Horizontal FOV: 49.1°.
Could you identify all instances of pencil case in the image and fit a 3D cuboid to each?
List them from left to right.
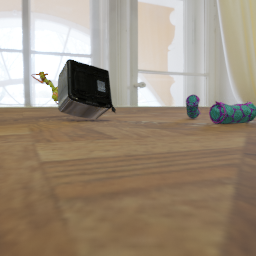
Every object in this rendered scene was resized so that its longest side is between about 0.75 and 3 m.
[{"bbox_3d":[2.585,-0.828,11.078,0.553,0.510,1.198,-11,-24,9],"label":"pencil case"},{"bbox_3d":[3.401,-0.514,9.045,1.563,0.723,0.665,-5,18,-29],"label":"pencil case"}]

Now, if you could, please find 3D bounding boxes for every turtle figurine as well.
[{"bbox_3d":[-2.811,-1.618,12.663,2.925,0.942,2.359,35,30,-7],"label":"turtle figurine"}]

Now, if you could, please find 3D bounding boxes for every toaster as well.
[{"bbox_3d":[-1.557,-1.326,10.326,1.781,1.970,1.169,10,-30,-33],"label":"toaster"}]
